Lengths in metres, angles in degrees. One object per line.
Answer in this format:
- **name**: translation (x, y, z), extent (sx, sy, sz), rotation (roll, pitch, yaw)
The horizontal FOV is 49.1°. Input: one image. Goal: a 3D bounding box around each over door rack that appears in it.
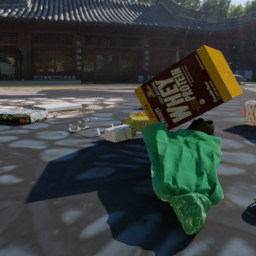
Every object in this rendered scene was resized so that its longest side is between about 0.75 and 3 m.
- **over door rack**: translation (-1.206, -0.078, 9.345), extent (1.247, 0.415, 0.921), rotation (7, 14, 30)

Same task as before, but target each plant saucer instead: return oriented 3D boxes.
- **plant saucer**: translation (0.633, -0.224, 10.213), extent (1.489, 0.361, 1.488), rotation (-1, 12, -7)

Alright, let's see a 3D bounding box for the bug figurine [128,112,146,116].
- **bug figurine**: translation (0.537, -0.494, 11.828), extent (0.802, 0.266, 1.035), rotation (17, 16, 39)

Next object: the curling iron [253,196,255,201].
- **curling iron**: translation (3.147, 1.057, 3.727), extent (2.707, 0.346, 0.671), rotation (5, 12, 23)

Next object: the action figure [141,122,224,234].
- **action figure**: translation (0.914, 0.683, 4.587), extent (1.656, 0.767, 2.803), rotation (3, 18, 7)

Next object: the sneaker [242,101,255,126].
- **sneaker**: translation (4.709, -0.433, 9.703), extent (1.360, 0.979, 2.601), rotation (5, 7, 17)

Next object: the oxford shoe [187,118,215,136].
- **oxford shoe**: translation (1.887, 0.049, 8.018), extent (1.627, 0.687, 0.591), rotation (-12, 18, -41)

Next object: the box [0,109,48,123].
- **box**: translation (-4.472, -0.495, 11.472), extent (1.952, 0.389, 1.336), rotation (3, 12, 14)

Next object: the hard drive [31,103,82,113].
- **hard drive**: translation (-3.730, -1.086, 14.756), extent (1.423, 0.288, 2.157), rotation (10, 15, 42)

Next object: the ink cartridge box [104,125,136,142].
- **ink cartridge box**: translation (-0.233, 0.150, 8.274), extent (0.772, 0.324, 0.559), rotation (-14, 16, -37)

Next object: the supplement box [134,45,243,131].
- **supplement box**: translation (1.752, -1.017, 7.842), extent (2.147, 1.426, 2.118), rotation (-29, -5, 30)
